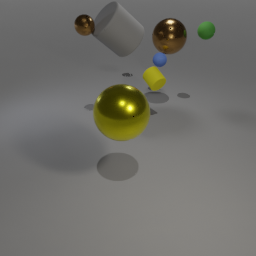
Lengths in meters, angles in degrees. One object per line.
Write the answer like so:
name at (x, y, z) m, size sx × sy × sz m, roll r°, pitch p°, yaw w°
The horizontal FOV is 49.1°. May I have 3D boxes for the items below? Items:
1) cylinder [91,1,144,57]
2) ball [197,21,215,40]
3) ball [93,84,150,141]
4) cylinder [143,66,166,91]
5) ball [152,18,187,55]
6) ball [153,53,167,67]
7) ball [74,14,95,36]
cylinder at (-0.371, -3.527, 10.104) m, size 1.400 × 1.400 × 1.400 m, roll 31°, pitch 9°, yaw -37°
ball at (3.171, -3.939, 11.334) m, size 0.700 × 0.700 × 0.700 m, roll 0°, pitch 29°, yaw 0°
ball at (-0.155, -0.373, 6.867) m, size 1.400 × 1.400 × 1.400 m, roll 0°, pitch 29°, yaw 0°
cylinder at (1.048, -1.961, 11.152) m, size 0.700 × 0.700 × 0.700 m, roll -18°, pitch 61°, yaw -29°
ball at (1.675, -3.695, 11.325) m, size 1.400 × 1.400 × 1.400 m, roll 0°, pitch 29°, yaw 0°
ball at (1.582, -3.393, 13.937) m, size 0.700 × 0.700 × 0.700 m, roll 0°, pitch 29°, yaw 0°
ball at (-1.491, -3.525, 9.608) m, size 0.700 × 0.700 × 0.700 m, roll 0°, pitch 29°, yaw 0°
